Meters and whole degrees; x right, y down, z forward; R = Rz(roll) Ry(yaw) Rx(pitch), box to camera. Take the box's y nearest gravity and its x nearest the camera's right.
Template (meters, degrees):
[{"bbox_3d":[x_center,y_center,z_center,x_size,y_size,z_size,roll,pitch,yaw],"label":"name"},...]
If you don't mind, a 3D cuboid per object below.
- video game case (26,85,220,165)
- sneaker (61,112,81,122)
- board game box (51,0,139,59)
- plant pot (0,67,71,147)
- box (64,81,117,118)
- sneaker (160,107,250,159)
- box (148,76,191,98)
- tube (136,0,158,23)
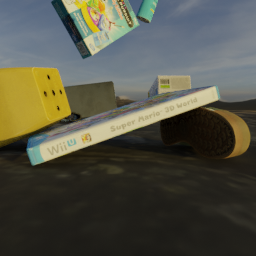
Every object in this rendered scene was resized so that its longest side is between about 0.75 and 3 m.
[{"bbox_3d":[-0.189,-0.117,3.872,2.325,0.207,1.664,-20,9,-16],"label":"video game case"},{"bbox_3d":[-2.488,-0.476,11.146,1.291,0.453,0.503,-1,-3,-31],"label":"sneaker"},{"bbox_3d":[-0.888,-3.494,8.618,0.557,1.791,2.372,-2,34,49],"label":"board game box"},{"bbox_3d":[-1.514,-0.399,4.150,0.972,1.101,1.102,-14,7,16],"label":"plant pot"},{"bbox_3d":[-1.966,-1.291,13.157,2.427,1.504,2.386,-9,6,-12],"label":"box"},{"bbox_3d":[1.180,0.002,3.883,0.839,0.626,1.868,-6,3,-18],"label":"sneaker"},{"bbox_3d":[1.957,-1.459,13.818,1.574,1.418,2.799,-1,-9,-7],"label":"box"},{"bbox_3d":[0.483,-2.546,5.174,0.287,1.139,0.441,23,7,13],"label":"tube"}]
